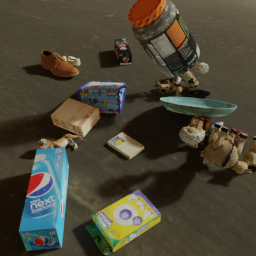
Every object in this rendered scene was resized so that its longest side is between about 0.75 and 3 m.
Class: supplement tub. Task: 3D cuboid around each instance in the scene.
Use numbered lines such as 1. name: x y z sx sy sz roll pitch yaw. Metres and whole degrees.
1. supplement tub: 1.309 -3.328 10.160 1.721 2.809 1.721 -21 49 26

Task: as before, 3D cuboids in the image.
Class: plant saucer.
1. plant saucer: 2.670 -0.831 10.848 2.880 0.395 2.880 3 13 -1

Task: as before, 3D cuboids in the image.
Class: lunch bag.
1. lunch bag: -1.032 -1.596 12.198 1.714 1.071 2.277 2 30 7

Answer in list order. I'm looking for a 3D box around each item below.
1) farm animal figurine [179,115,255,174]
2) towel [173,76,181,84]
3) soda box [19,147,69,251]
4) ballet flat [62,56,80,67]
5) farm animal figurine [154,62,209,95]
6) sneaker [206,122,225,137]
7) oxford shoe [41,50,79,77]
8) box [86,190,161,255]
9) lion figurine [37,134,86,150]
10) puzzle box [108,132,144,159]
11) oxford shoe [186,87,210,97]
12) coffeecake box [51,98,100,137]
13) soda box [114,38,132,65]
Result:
1. farm animal figurine: 3.045 0.694 8.832 2.747 1.432 2.717 21 9 18
2. towel: 2.394 -2.583 13.594 0.323 0.624 0.754 10 40 21
3. soda box: -2.245 1.842 7.858 0.904 0.955 2.816 -4 40 -5
4. ballet flat: -3.242 -3.623 14.984 1.437 0.499 0.499 8 40 9
5. farm animal figurine: 2.495 -2.227 12.594 2.048 2.071 1.080 15 34 -39
6. sneaker: 3.129 0.257 10.136 0.624 0.613 1.620 5 24 21
7. oxford shoe: -3.560 -3.290 14.239 2.625 0.936 0.936 27 45 26
8. box: -0.136 2.483 7.509 1.793 0.434 1.052 -25 45 -26
9. lion figurine: -2.351 0.533 9.922 0.932 0.552 1.522 25 31 38
10. puzzle box: -0.077 0.611 10.027 1.131 0.144 0.752 32 49 33
11. oxford shoe: 3.199 -1.670 12.661 1.032 0.375 0.436 11 39 14
12. coffeecake box: -2.022 -0.439 10.878 1.483 0.542 1.138 20 53 23
13. soda box: -0.292 -4.282 15.635 0.746 0.668 2.109 -6 39 -6
